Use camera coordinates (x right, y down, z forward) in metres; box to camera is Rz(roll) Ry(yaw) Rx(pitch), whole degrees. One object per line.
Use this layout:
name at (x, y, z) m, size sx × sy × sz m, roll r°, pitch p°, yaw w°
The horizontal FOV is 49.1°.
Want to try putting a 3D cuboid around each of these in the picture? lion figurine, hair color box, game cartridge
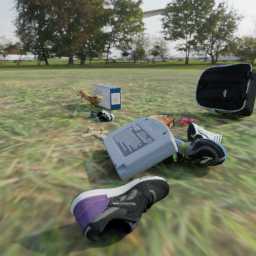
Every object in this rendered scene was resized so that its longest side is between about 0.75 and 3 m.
lion figurine at (-1.713, -1.334, 12.129) m, size 1.285 × 0.787 × 0.466 m, roll 25°, pitch 63°, yaw 8°
hair color box at (-1.055, -1.609, 14.054) m, size 0.639 × 1.056 × 2.112 m, roll -8°, pitch 17°, yaw -27°
game cartridge at (0.243, 0.363, 6.777) m, size 1.534 × 0.479 × 2.304 m, roll -25°, pitch 19°, yaw -6°

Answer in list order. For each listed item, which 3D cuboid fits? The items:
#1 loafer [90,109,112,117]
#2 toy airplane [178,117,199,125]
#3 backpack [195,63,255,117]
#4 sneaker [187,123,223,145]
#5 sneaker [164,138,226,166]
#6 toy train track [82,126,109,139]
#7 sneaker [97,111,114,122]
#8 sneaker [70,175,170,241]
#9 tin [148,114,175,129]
loafer at (-1.134, -0.668, 11.959) m, size 1.018 × 0.320 × 0.366 m, roll -12°, pitch 19°, yaw -37°
toy airplane at (2.260, -0.253, 10.717) m, size 0.857 × 0.158 × 0.857 m, roll 0°, pitch 15°, yaw 0°
backpack at (4.196, -1.577, 11.931) m, size 2.441 × 2.167 × 1.838 m, roll 8°, pitch -7°, yaw 42°
sneaker at (2.297, 0.278, 8.292) m, size 0.802 × 0.526 × 1.395 m, roll 6°, pitch 21°, yaw -11°
sneaker at (1.331, 0.620, 6.649) m, size 1.950 × 0.691 × 0.808 m, roll 6°, pitch 25°, yaw 35°
toy train track at (-0.864, 0.169, 8.927) m, size 0.946 × 0.268 × 1.650 m, roll -10°, pitch 19°, yaw -34°
sneaker at (-1.049, -0.481, 11.223) m, size 0.916 × 0.335 × 0.512 m, roll 15°, pitch 20°, yaw 40°
sneaker at (0.035, 1.299, 4.360) m, size 1.710 × 0.647 × 0.749 m, roll -9°, pitch 36°, yaw -28°
tin at (1.115, -0.199, 10.209) m, size 0.965 × 0.361 × 1.723 m, roll 10°, pitch 18°, yaw 21°
